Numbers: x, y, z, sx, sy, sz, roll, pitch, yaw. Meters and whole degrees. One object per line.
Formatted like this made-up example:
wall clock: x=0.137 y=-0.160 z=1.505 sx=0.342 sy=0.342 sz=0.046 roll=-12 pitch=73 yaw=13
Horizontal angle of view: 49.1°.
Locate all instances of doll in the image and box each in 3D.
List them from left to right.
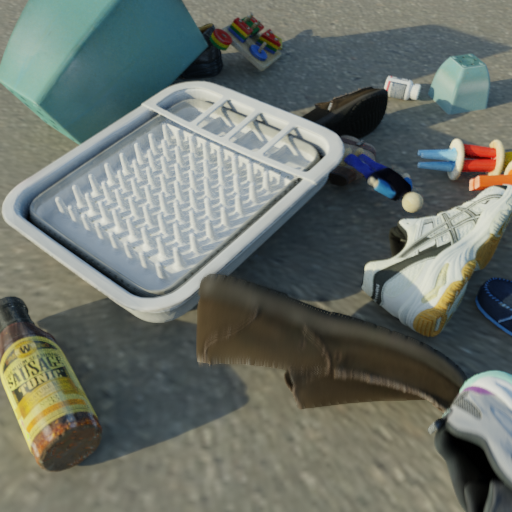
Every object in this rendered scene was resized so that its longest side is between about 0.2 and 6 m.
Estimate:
doll: x=2.013 y=-1.187 z=8.709 sx=1.042 sy=0.370 sz=1.527 roll=-8 pitch=41 yaw=-38

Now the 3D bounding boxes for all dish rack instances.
dish rack: x=-1.155 y=-0.955 z=8.493 sx=3.657 sy=0.928 sz=4.261 roll=30 pitch=56 yaw=28

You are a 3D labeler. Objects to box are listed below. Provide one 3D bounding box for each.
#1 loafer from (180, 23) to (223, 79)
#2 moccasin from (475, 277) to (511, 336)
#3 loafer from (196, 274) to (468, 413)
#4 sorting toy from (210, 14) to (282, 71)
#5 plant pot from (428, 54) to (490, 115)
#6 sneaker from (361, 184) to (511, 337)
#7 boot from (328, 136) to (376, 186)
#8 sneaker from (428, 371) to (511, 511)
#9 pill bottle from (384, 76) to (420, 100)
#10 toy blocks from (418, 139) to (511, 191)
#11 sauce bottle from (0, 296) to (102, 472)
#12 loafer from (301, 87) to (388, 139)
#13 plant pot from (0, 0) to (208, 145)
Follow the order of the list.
loafer: x=-2.190 y=-4.461 z=12.159 sx=2.900 sy=1.048 sz=1.056 roll=-10 pitch=45 yaw=-10
moccasin: x=4.008 y=0.778 z=7.036 sx=2.324 sy=0.793 sz=0.935 roll=25 pitch=50 yaw=23
loafer: x=0.772 y=1.198 z=6.376 sx=3.235 sy=1.181 sz=1.154 roll=19 pitch=86 yaw=1
sorting toy: x=0.007 y=-4.862 z=12.486 sx=1.234 sy=0.433 sz=2.560 roll=41 pitch=39 yaw=-5
plant pot: x=4.158 y=-3.531 z=11.324 sx=0.895 sy=0.914 sz=0.897 roll=-12 pitch=46 yaw=-11
sneaker: x=2.620 y=-0.277 z=7.863 sx=1.336 sy=1.153 sz=3.048 roll=30 pitch=51 yaw=27
boot: x=1.271 y=-1.765 z=9.815 sx=1.608 sy=0.565 sz=1.176 roll=26 pitch=49 yaw=16
sneaker: x=2.320 y=2.097 z=4.685 sx=1.474 sy=0.819 sz=2.107 roll=-23 pitch=56 yaw=-39
pill bottle: x=3.025 y=-3.454 z=11.607 sx=0.681 sy=0.407 sz=0.407 roll=18 pitch=47 yaw=17
toy blocks: x=3.749 y=-1.384 z=9.123 sx=1.981 sy=0.720 sz=1.651 roll=2 pitch=31 yaw=2
sauce bottle: x=-2.570 y=1.363 z=6.494 sx=0.768 sy=0.768 sz=2.327 roll=-27 pitch=51 yaw=-25
loafer: x=1.443 y=-2.611 z=10.400 sx=2.438 sy=0.890 sz=0.870 roll=-28 pitch=51 yaw=-25
plant pot: x=-2.975 y=-3.763 z=10.317 sx=2.188 sy=2.189 sz=3.097 roll=34 pitch=83 yaw=30
